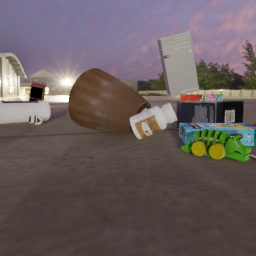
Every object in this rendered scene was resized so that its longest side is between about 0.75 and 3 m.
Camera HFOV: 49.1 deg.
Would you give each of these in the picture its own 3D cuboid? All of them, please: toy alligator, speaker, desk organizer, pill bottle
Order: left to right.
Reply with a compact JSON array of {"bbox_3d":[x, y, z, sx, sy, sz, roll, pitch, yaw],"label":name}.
[{"bbox_3d":[-5.125,-0.782,13.530,1.068,1.068,2.631,6,9,42],"label":"speaker"},{"bbox_3d":[-4.815,-1.357,14.649,0.712,1.986,0.765,10,22,-14],"label":"desk organizer"},{"bbox_3d":[0.763,-0.229,8.325,1.284,0.734,0.734,-24,2,13],"label":"pill bottle"},{"bbox_3d":[2.141,0.355,6.069,2.209,0.599,0.655,7,10,43],"label":"toy alligator"}]

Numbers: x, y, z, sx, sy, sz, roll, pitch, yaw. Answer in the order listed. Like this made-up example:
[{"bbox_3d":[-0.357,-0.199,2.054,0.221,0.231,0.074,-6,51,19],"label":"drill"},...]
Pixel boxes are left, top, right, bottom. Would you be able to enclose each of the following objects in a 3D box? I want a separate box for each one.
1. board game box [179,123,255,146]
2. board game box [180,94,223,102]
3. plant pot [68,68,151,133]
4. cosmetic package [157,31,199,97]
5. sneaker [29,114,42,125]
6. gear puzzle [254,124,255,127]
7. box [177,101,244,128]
[{"bbox_3d":[2.617,0.155,8.210,2.043,0.479,1.543,0,7,3],"label":"board game box"},{"bbox_3d":[3.256,-0.820,12.488,1.819,1.392,0.367,2,7,25],"label":"board game box"},{"bbox_3d":[-0.471,-0.738,9.983,2.412,2.254,2.254,23,18,28],"label":"plant pot"},{"bbox_3d":[2.226,-2.800,12.445,1.378,2.579,1.163,-15,16,3],"label":"cosmetic package"},{"bbox_3d":[-4.175,-0.389,12.968,0.503,0.466,1.240,5,3,-36],"label":"sneaker"},{"bbox_3d":[5.333,-0.089,10.728,2.620,0.343,1.357,-6,9,-40],"label":"gear puzzle"},{"bbox_3d":[3.131,-0.489,10.743,1.827,1.126,1.812,-5,9,-37],"label":"box"}]
